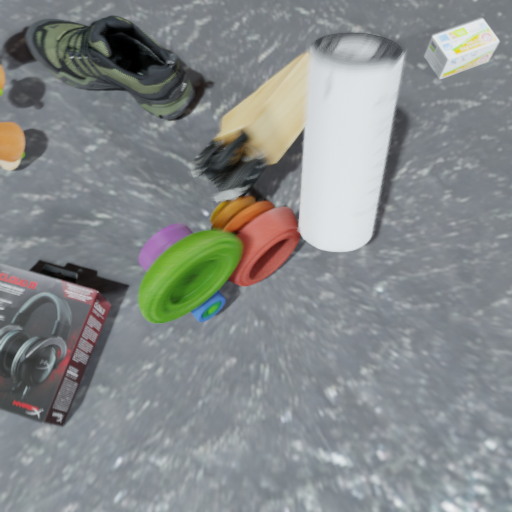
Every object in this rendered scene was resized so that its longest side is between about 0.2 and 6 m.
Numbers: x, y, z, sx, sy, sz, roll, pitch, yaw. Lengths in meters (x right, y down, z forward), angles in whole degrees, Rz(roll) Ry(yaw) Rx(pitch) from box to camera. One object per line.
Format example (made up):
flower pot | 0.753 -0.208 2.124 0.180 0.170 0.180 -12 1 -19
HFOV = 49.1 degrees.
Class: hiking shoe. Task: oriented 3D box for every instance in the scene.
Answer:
hiking shoe | -2.609 -3.639 9.686 3.274 1.648 1.240 22 70 8

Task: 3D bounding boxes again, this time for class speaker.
speaker | 1.137 -1.341 7.176 1.078 2.654 1.078 0 42 0

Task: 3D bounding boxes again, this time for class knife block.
knife block | 0.129 -1.901 8.650 2.409 0.771 2.115 -34 26 16

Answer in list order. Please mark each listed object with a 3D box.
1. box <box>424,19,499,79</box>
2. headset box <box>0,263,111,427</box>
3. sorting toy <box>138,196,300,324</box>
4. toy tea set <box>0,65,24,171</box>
box | 3.791 -3.822 10.352 1.083 0.549 0.609 -22 70 -8
headset box | -3.269 1.197 8.232 1.616 0.838 2.171 16 71 6
sorting toy | -0.741 -0.096 8.011 1.253 1.835 3.054 47 35 20
toy tea set | -4.792 -2.844 9.765 1.792 1.115 3.013 -18 87 28
